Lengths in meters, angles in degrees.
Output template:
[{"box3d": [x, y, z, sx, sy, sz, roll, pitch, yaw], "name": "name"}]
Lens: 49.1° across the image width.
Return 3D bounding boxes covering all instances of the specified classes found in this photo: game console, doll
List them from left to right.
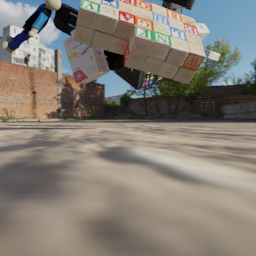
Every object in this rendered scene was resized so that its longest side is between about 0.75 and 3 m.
[{"box3d": [-2.499, -2.749, 7.436, 1.998, 1.364, 0.484, -33, -54, 22], "name": "doll"}, {"box3d": [-1.047, -2.788, 7.780, 2.642, 1.558, 0.318, 32, 27, 19], "name": "game console"}]

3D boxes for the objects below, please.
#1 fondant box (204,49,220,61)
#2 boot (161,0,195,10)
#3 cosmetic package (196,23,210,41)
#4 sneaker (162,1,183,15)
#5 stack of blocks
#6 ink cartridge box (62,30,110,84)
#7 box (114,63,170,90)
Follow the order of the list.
[{"box3d": [3.229, -3.075, 11.584, 0.793, 0.320, 1.099, 29, 22, 32], "name": "fondant box"}, {"box3d": [0.938, -3.515, 6.330, 1.504, 1.240, 0.494, 23, 21, 9], "name": "boot"}, {"box3d": [2.645, -3.722, 11.919, 0.765, 0.557, 1.505, -14, -20, -34], "name": "cosmetic package"}, {"box3d": [1.676, -3.845, 10.168, 0.790, 0.930, 2.124, -11, -40, -8], "name": "sneaker"}, {"box3d": [0.214, -1.990, 5.896, 2.570, 1.480, 0.753, 13, -41, -15], "name": "stack of blocks"}, {"box3d": [-1.114, -1.953, 7.105, 0.844, 1.448, 0.489, -19, -1, 33], "name": "ink cartridge box"}, {"box3d": [0.683, -2.368, 9.940, 1.897, 1.179, 1.409, -23, 50, -31], "name": "box"}]
